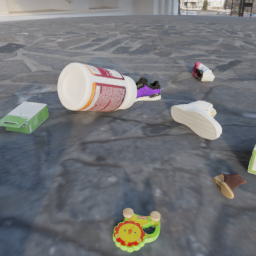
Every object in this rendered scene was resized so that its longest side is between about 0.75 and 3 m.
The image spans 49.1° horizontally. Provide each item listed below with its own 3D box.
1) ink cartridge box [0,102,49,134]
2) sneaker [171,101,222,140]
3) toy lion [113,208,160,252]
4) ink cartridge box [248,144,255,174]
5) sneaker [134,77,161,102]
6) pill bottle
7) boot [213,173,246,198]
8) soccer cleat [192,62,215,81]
[{"bbox_3d":[-3.307,-0.254,8.857,0.855,0.488,1.647,8,31,12],"label":"ink cartridge box"},{"bbox_3d":[2.452,-0.379,8.855,1.218,0.776,2.108,-16,30,-22],"label":"sneaker"},{"bbox_3d":[0.160,1.866,5.075,0.823,0.283,0.789,4,34,7],"label":"toy lion"},{"bbox_3d":[4.247,0.833,6.512,2.465,0.731,1.280,16,31,28],"label":"ink cartridge box"},{"bbox_3d":[0.401,-1.546,10.961,1.859,0.925,0.646,-7,28,-14],"label":"sneaker"},{"bbox_3d":[-0.911,-1.262,9.253,1.429,1.429,2.503,22,14,36],"label":"pill bottle"},{"bbox_3d":[2.348,1.242,6.218,0.641,0.279,0.770,-7,25,-10],"label":"boot"},{"bbox_3d":[3.677,-2.689,13.672,0.794,0.642,1.839,11,30,-6],"label":"soccer cleat"}]
